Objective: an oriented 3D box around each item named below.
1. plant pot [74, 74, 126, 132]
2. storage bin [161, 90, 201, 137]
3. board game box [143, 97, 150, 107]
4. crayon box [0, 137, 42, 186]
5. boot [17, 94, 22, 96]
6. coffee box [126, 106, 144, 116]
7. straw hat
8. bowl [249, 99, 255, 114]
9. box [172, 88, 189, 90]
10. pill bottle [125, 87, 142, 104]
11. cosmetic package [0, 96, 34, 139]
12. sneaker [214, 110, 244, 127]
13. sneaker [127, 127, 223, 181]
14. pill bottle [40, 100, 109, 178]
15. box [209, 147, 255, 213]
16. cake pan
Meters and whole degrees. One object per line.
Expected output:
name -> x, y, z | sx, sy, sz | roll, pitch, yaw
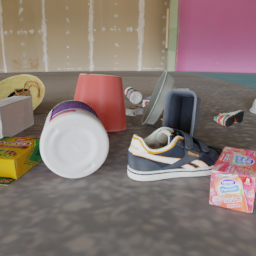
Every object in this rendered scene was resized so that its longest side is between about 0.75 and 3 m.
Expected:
plant pot -> -1.107, -1.030, 10.937 | 2.313, 2.047, 2.313 | 4, 8, -1
storage bin -> 1.956, -0.425, 10.090 | 1.302, 1.789, 1.202 | 8, 6, 31
board game box -> 2.385, -1.544, 16.346 | 2.375, 0.489, 2.369 | 7, 16, 24
crayon box -> -3.224, 0.794, 7.480 | 1.388, 0.556, 2.187 | 2, 15, 8
boot -> -6.910, -1.526, 15.487 | 2.692, 0.928, 2.888 | 16, 21, 22
coffee box -> 0.350, -0.849, 14.046 | 0.851, 0.340, 0.481 | -14, 20, -43
straw hat -> -5.443, -1.373, 14.296 | 2.698, 2.698, 1.142 | -1, -26, -2
bowl -> 7.560, -1.309, 14.399 | 2.370, 1.065, 2.370 | -1, 15, 0
box -> 2.100, -0.843, 11.733 | 0.984, 1.505, 1.497 | 1, 15, 4
pill bottle -> 0.299, -2.065, 17.390 | 0.773, 0.773, 1.357 | -5, 24, -18
cosmetic package -> -4.586, -0.448, 10.783 | 0.928, 1.274, 2.506 | 2, 14, 8
sneaker -> 4.393, -0.496, 12.208 | 1.681, 0.592, 0.786 | -17, 28, -40
sneaker -> 1.406, 0.586, 7.180 | 2.899, 1.151, 1.137 | -4, 14, -21
pill bottle -> -1.535, 0.103, 7.940 | 1.645, 1.645, 2.953 | -3, 15, -12
box -> 2.366, 1.044, 6.084 | 0.843, 0.778, 1.643 | 8, 17, 27
cake pan -> 1.206, -1.143, 11.156 | 0.430, 2.346, 2.346 | 23, 15, -3
